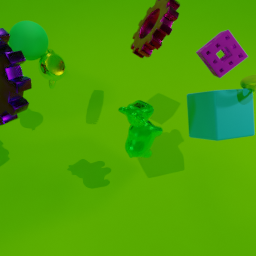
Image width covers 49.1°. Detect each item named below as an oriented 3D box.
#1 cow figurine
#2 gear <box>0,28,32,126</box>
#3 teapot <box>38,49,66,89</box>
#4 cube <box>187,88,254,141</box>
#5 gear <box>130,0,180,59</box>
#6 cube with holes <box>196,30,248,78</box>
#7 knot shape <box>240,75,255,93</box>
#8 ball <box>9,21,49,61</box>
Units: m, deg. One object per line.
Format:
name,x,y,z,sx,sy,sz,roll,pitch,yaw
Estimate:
cow figurine,0.198,0.059,5.649,0.661,1.185,1.204,28,101,35
gear,-2.895,-1.072,5.671,2.071,2.071,0.383,25,31,16
teapot,-1.903,-1.523,6.907,0.697,0.549,1.121,-4,87,-41
cube,2.071,-0.315,6.356,1.037,1.037,1.037,-6,95,-21
gear,0.593,-2.327,6.454,0.272,1.470,1.470,26,51,-24
cube with holes,2.359,-1.879,7.143,0.812,0.812,0.812,-38,98,14
knot shape,2.837,-1.055,5.792,0.504,1.091,1.021,54,37,8
ball,-2.344,-2.054,6.618,0.898,0.898,0.898,0,55,0
